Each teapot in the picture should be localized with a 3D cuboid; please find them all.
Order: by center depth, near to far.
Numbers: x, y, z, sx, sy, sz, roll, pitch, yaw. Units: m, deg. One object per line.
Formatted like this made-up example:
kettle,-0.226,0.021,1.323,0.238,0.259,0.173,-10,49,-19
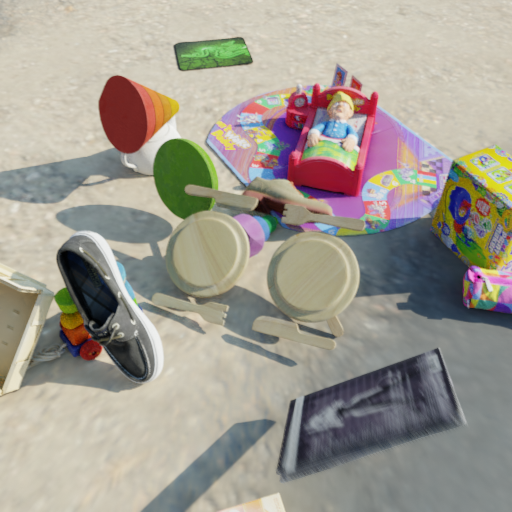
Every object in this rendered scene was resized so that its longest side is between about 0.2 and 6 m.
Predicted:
teapot,-2.354,-2.582,12.629,1.432,1.059,1.451,-11,49,-9

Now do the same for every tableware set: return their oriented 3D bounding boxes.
tableware set,0.081,0.216,9.881,3.510,0.703,2.320,13,81,18

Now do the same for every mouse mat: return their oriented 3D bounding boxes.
mouse mat,-1.291,-5.996,16.575,2.187,0.082,1.760,-8,47,-9

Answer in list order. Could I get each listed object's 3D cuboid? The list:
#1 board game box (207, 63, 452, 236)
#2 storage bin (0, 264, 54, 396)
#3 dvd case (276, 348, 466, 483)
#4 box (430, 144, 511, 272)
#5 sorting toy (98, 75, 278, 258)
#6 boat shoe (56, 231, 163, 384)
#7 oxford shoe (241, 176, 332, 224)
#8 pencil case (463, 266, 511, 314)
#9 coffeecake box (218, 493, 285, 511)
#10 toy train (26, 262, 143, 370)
board game box,1.652,-2.856,12.843,4.612,1.137,5.838,-23,50,-20
storage bin,-4.294,1.015,8.625,1.767,0.834,1.780,22,92,12
dvd case,1.379,1.965,7.079,2.253,0.180,1.675,-23,11,15
box,4.382,-0.759,10.380,1.093,1.791,1.725,-21,50,-19
sorting toy,-1.200,-1.917,11.429,4.679,1.622,1.612,47,42,13
boat shoe,-2.233,0.883,8.424,0.906,2.592,0.859,-16,12,14
oxford shoe,0.665,-1.202,11.314,2.022,0.712,0.756,18,69,23
pencil case,4.529,0.651,9.765,1.829,0.808,0.808,7,47,6
coffeecake box,-0.242,3.773,6.938,1.463,0.534,1.123,-12,48,-12
toy train,-2.963,1.035,9.028,2.216,1.282,0.938,-31,53,-26
